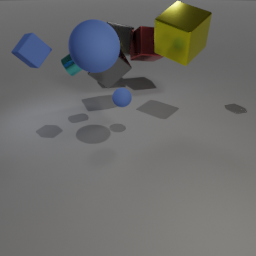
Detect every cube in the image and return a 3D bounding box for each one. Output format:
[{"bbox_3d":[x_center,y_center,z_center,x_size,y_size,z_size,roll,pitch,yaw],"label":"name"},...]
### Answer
[{"bbox_3d":[-2.762,-2.210,8.024,0.700,0.700,0.700,19,74,51],"label":"cube"},{"bbox_3d":[-0.959,-2.825,11.853,1.400,1.400,1.400,30,28,-49],"label":"cube"},{"bbox_3d":[-0.650,-4.500,14.404,1.400,1.400,1.400,5,8,-21],"label":"cube"},{"bbox_3d":[0.991,-4.248,14.311,1.400,1.400,1.400,-3,2,-22],"label":"cube"},{"bbox_3d":[1.887,-3.325,9.852,1.400,1.400,1.400,32,61,25],"label":"cube"}]

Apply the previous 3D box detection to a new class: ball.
[{"bbox_3d":[-0.920,-2.227,7.671,1.400,1.400,1.400,0,28,0],"label":"ball"},{"bbox_3d":[-0.215,-1.097,10.109,0.700,0.700,0.700,0,28,0],"label":"ball"}]

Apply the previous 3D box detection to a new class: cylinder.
[{"bbox_3d":[-1.864,-2.288,9.808,0.700,0.700,0.700,-32,28,8],"label":"cylinder"}]
